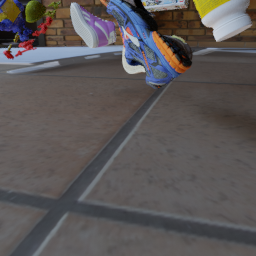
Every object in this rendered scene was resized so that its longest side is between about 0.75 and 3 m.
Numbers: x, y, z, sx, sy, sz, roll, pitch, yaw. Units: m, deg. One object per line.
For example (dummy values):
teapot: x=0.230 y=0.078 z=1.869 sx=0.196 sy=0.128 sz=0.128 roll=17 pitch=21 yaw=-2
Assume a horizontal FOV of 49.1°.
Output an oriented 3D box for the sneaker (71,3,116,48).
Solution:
sneaker: x=-0.901 y=-2.814 z=7.619 sx=0.949 sy=0.604 sz=1.665 roll=-21 pitch=65 yaw=-25

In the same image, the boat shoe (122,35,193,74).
boat shoe: x=0.520 y=-1.708 z=6.458 sx=0.785 sy=0.947 sz=2.637 roll=-2 pitch=14 yaw=-18

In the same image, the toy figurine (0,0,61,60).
toy figurine: x=-3.278 y=-3.545 z=8.333 sx=1.397 sy=1.587 sz=2.648 roll=-5 pitch=53 yaw=29

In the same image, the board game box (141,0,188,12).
board game box: x=0.986 y=-4.654 z=9.374 sx=2.143 sy=1.353 sz=0.371 roll=6 pitch=3 yaw=29

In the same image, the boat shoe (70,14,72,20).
boat shoe: x=-1.823 y=-3.955 z=10.477 sx=0.318 sy=0.371 sz=1.014 roll=-2 pitch=-9 yaw=34

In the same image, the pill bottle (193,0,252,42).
pill bottle: x=2.159 y=-3.219 z=6.712 sx=1.156 sy=2.057 sz=1.156 roll=-23 pitch=2 yaw=1

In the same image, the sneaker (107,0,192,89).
sneaker: x=0.150 y=-1.406 z=4.527 sx=0.724 sy=0.754 sz=1.923 roll=4 pitch=45 yaw=-51

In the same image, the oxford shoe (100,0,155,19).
oxford shoe: x=-0.111 y=-3.755 z=8.179 sx=2.320 sy=0.846 sz=0.827 roll=46 pitch=38 yaw=2
